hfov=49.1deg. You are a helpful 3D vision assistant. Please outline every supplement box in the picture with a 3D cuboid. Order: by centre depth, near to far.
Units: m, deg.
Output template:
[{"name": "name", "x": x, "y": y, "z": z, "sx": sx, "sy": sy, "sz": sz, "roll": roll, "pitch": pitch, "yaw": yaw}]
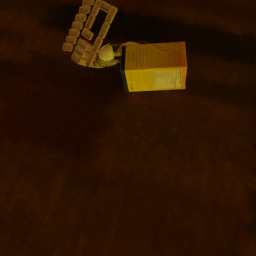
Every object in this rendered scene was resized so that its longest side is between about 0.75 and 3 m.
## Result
[{"name": "supplement box", "x": 0.809, "y": -1.899, "z": 8.785, "sx": 1.954, "sy": 1.063, "sz": 1.070, "roll": -2, "pitch": 60, "yaw": 7}]

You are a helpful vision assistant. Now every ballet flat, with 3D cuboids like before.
[{"name": "ballet flat", "x": -0.286, "y": -2.565, "z": 9.372, "sx": 2.185, "sy": 0.823, "sz": 0.741, "roll": -11, "pitch": 81, "yaw": -5}]

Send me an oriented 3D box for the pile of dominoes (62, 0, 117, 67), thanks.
[{"name": "pile of dominoes", "x": -1.246, "y": -3.145, "z": 9.194, "sx": 1.662, "sy": 0.340, "sz": 2.132, "roll": 42, "pitch": 112, "yaw": 32}]
